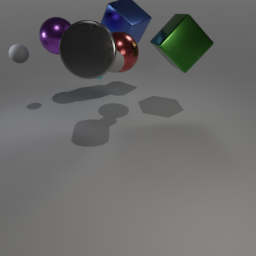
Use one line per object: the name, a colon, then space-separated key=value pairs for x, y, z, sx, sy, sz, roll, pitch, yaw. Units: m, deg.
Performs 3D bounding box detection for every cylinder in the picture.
cylinder: x=-0.562 y=-2.137 z=8.783 sx=0.700 sy=0.700 sz=0.700 roll=13 pitch=4 yaw=23
cylinder: x=-1.018 y=-2.116 z=7.476 sx=1.400 sy=1.400 sz=1.400 roll=-2 pitch=20 yaw=-3

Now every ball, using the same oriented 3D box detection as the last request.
ball: x=-0.313 y=-2.658 z=9.847 sx=1.400 sy=1.400 sz=1.400 roll=0 pitch=29 yaw=0
ball: x=-2.728 y=-3.574 z=10.896 sx=1.400 sy=1.400 sz=1.400 roll=0 pitch=29 yaw=0
ball: x=-4.063 y=-2.765 z=10.439 sx=0.700 sy=0.700 sz=0.700 roll=0 pitch=29 yaw=0

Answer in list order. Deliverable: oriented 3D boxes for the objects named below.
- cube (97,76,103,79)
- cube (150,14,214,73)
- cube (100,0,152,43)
cube: x=-1.683 y=-3.244 z=12.453 sx=1.400 sy=1.400 sz=1.400 roll=7 pitch=39 yaw=-44
cube: x=1.878 y=-3.052 z=10.019 sx=1.400 sy=1.400 sz=1.400 roll=40 pitch=12 yaw=-21
cube: x=-0.148 y=-4.364 z=11.788 sx=1.400 sy=1.400 sz=1.400 roll=45 pitch=50 yaw=8
